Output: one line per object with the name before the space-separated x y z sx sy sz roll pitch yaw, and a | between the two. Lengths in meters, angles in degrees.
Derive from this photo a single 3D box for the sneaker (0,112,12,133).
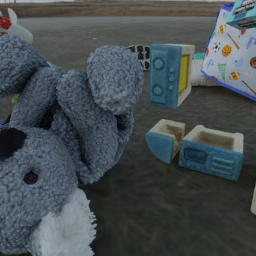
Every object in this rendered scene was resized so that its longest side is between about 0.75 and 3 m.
sneaker | -2.333 -0.114 6.626 0.816 0.849 2.166 6 26 9

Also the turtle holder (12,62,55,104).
turtle holder | -2.692 -1.337 8.698 1.400 1.497 1.971 -3 -10 -4

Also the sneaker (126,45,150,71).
sneaker | 0.940 -3.216 13.188 2.860 1.153 1.193 -4 7 -20

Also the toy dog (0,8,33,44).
toy dog | -3.772 -3.001 7.644 1.483 2.249 1.083 -38 17 -23

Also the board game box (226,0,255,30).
board game box | 2.891 -3.048 5.738 0.445 1.897 1.432 22 13 -8

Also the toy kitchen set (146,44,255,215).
toy kitchen set | 1.700 -0.155 4.945 2.967 2.377 1.748 13 28 24

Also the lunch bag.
lunch bag | 4.010 -2.511 9.222 2.923 2.485 1.810 31 36 30

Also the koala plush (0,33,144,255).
koala plush | -1.222 0.519 4.227 2.582 2.675 2.911 8 48 11

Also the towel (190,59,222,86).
towel | 2.618 -2.285 11.555 1.855 0.483 2.800 -2 28 -3

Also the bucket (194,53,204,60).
bucket | 3.526 -3.161 13.218 0.940 0.612 0.940 0 25 0
